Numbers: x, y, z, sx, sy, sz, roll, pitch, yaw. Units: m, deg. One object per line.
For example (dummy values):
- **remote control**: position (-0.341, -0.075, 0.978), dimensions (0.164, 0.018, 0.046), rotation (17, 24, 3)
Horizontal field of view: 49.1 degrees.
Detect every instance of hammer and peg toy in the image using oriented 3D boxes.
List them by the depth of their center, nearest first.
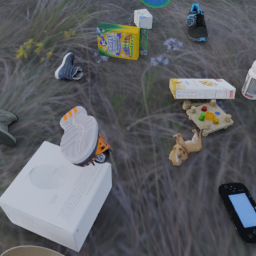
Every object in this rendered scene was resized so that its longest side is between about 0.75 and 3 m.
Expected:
- **hammer and peg toy**: position (3.043, -0.622, 10.934), dimensions (1.374, 0.659, 1.868), rotation (-18, 50, -16)

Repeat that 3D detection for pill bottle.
- **pill bottle**: position (5.360, -1.997, 11.623), dimensions (0.856, 1.503, 0.856), rotation (0, 47, 0)

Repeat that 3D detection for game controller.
- **game controller**: position (3.425, 2.454, 8.294), dimensions (0.979, 0.395, 1.877), rotation (-9, 49, -8)

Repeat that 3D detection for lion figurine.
- **lion figurine**: position (2.141, 0.641, 9.802), dimensions (1.677, 0.608, 1.027), rotation (-15, 83, -22)

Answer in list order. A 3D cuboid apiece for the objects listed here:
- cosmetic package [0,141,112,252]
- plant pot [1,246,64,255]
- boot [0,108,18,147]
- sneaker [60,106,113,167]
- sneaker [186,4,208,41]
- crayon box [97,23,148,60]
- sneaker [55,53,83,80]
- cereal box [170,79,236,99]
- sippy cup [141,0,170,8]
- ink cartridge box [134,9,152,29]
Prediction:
- **cosmetic package**: position (-1.925, 1.900, 8.115), dimensions (2.257, 1.387, 2.250), rotation (17, 50, 15)
- **plant pot**: position (-2.175, 3.780, 6.305), dimensions (1.941, 1.941, 1.303), rotation (22, 91, 19)
- **boot**: position (-4.614, -0.135, 10.558), dimensions (1.892, 0.641, 1.236), rotation (26, 47, 20)
- **sneaker**: position (-0.842, 0.433, 6.749), dimensions (0.991, 1.431, 2.555), rotation (-34, 26, 3)
- **sneaker**: position (3.727, -5.747, 15.319), dimensions (1.023, 1.145, 2.795), rotation (-3, 48, -3)
- **crayon box**: position (-0.269, -4.182, 13.638), dimensions (2.378, 1.495, 0.613), rotation (10, 48, 9)
- **sneaker**: position (-2.503, -2.830, 12.922), dimensions (1.165, 0.613, 1.613), rotation (6, 56, 20)
- **cereal box**: position (3.007, -1.655, 11.629), dimensions (2.364, 0.467, 1.701), rotation (-1, 23, 0)
- **sippy cup**: position (1.101, -5.365, 10.305), dimensions (1.692, 1.329, 1.240), rotation (26, 67, -22)
- **ink cartridge box**: position (0.861, -6.210, 16.015), dimensions (0.732, 0.729, 0.998), rotation (-14, 49, -14)
